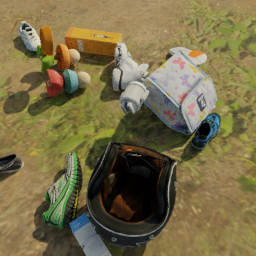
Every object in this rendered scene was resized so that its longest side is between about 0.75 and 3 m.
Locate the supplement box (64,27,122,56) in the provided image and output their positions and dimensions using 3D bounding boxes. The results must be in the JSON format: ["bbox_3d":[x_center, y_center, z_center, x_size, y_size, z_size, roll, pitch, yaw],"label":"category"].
[{"bbox_3d":[-1.737,-4.394,14.335,2.790,0.960,0.928,9,53,9],"label":"supplement box"}]

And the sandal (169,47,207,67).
[{"bbox_3d":[2.911,-3.326,13.656,1.012,0.757,2.642,-20,33,-12],"label":"sandal"}]

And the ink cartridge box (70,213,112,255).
[{"bbox_3d":[-1.014,3.422,8.082,0.554,0.947,1.632,-30,57,-21],"label":"ink cartridge box"}]

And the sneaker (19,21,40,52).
[{"bbox_3d":[-5.106,-4.768,14.681,0.851,0.858,2.367,-28,58,-22],"label":"sneaker"}]

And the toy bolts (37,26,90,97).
[{"bbox_3d":[-2.756,-2.945,12.436,1.913,2.634,2.758,-11,70,-25],"label":"toy bolts"}]

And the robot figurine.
[{"bbox_3d":[0.205,-1.134,10.185,1.163,0.775,1.372,1,50,31],"label":"robot figurine"}]

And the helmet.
[{"bbox_3d":[0.083,1.939,8.122,2.815,2.815,2.683,16,94,13],"label":"helmet"}]

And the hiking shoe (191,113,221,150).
[{"bbox_3d":[3.154,-0.002,10.869,0.726,0.846,1.951,26,56,20],"label":"hiking shoe"}]

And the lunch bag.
[{"bbox_3d":[2.172,-1.380,11.327,2.735,1.739,2.319,47,63,2],"label":"lunch bag"}]

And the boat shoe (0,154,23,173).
[{"bbox_3d":[-4.841,1.382,9.921,2.123,0.605,0.710,-16,53,-13],"label":"boat shoe"}]

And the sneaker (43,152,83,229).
[{"bbox_3d":[-2.145,1.925,9.230,1.118,1.024,2.624,3,52,3],"label":"sneaker"}]

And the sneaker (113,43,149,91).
[{"bbox_3d":[0.148,-2.848,13.058,1.590,1.039,2.766,3,57,1],"label":"sneaker"}]
